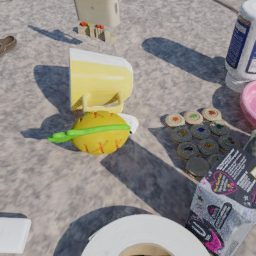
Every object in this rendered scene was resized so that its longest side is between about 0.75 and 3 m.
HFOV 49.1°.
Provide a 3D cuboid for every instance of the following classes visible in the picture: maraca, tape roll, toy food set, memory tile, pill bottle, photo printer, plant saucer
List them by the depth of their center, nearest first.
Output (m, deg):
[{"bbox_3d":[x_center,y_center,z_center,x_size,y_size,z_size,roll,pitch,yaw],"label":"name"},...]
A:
[{"bbox_3d":[0.367,3.181,5.679,2.972,0.543,2.972,1,42,-1],"label":"tape roll"},{"bbox_3d":[-2.871,2.518,6.599,0.964,0.335,0.802,2,46,1],"label":"photo printer"},{"bbox_3d":[-0.983,0.153,7.589,2.273,1.559,1.216,-5,78,-31],"label":"maraca"},{"bbox_3d":[2.403,0.346,8.784,2.025,0.222,2.642,-9,47,-8],"label":"memory tile"},{"bbox_3d":[5.138,-0.577,9.328,2.838,0.719,2.838,1,46,-1],"label":"plant saucer"},{"bbox_3d":[4.408,-2.773,9.878,1.644,2.963,1.644,0,46,0],"label":"pill bottle"},{"bbox_3d":[-1.213,-4.600,10.453,1.818,1.304,0.549,17,54,17],"label":"toy food set"}]

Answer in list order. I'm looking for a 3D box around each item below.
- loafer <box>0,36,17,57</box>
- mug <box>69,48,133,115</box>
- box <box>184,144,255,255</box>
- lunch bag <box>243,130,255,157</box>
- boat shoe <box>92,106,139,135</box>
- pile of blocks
[{"bbox_3d":[-5.565,-3.656,12.365,0.652,0.634,1.785,13,47,12],"label":"loafer"},{"bbox_3d":[-0.937,-1.407,9.567,2.088,2.037,2.543,-1,76,-13],"label":"mug"},{"bbox_3d":[2.179,1.701,6.106,1.240,2.161,1.428,33,56,29],"label":"box"},{"bbox_3d":[4.264,0.952,7.030,2.299,1.648,2.803,34,26,30],"label":"lunch bag"},{"bbox_3d":[-0.610,-0.205,9.015,1.854,0.657,0.643,12,47,10],"label":"boat shoe"},{"bbox_3d":[-1.449,-4.795,13.435,2.213,0.688,0.908,23,50,20],"label":"pile of blocks"}]
